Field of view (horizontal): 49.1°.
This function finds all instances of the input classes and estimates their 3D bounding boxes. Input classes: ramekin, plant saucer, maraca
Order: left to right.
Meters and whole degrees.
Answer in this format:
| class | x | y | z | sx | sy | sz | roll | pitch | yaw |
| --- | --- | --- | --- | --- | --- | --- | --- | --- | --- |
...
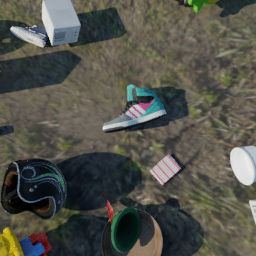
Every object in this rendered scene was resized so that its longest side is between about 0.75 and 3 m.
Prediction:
| class | x | y | z | sx | sy | sz | roll | pitch | yaw |
| --- | --- | --- | --- | --- | --- | --- | --- | --- | --- |
| plant saucer | 0.136 | 3.547 | 8.760 | 1.965 | 0.359 | 1.965 | -7 | 64 | 14 |
| maraca | 2.987 | -5.410 | 10.102 | 1.510 | 1.935 | 2.823 | 23 | 54 | 41 |
| ramekin | 3.932 | 1.172 | 9.076 | 0.603 | 1.236 | 1.236 | -13 | 78 | -10 |

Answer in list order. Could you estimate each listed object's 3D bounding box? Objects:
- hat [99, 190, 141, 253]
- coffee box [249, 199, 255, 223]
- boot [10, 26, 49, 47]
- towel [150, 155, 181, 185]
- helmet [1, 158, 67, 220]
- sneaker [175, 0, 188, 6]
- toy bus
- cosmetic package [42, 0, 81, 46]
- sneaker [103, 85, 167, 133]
| class | x | y | z | sx | sy | sz | roll | pitch | yaw |
| --- | --- | --- | --- | --- | --- | --- | --- | --- | --- |
| hat | -0.440 | 3.022 | 8.943 | 1.333 | 1.254 | 1.514 | -3 | 51 | 43 |
| coffee box | 5.132 | 2.990 | 8.242 | 1.962 | 1.943 | 1.965 | -11 | 78 | 1 |
| boot | -3.628 | -3.574 | 10.488 | 1.379 | 0.501 | 0.623 | 25 | 72 | -3 |
| towel | 1.280 | 1.418 | 9.570 | 0.889 | 0.133 | 0.651 | -40 | 81 | -5 |
| helmet | -2.788 | 1.861 | 8.630 | 1.753 | 1.839 | 1.839 | 16 | 74 | -40 |
| sneaker | 1.807 | -5.410 | 10.745 | 0.762 | 0.643 | 1.742 | -35 | 85 | -13 |
| toy bus | -3.378 | 4.313 | 8.049 | 2.635 | 1.863 | 2.745 | -22 | 117 | -30 |
| cosmetic package | -2.428 | -3.828 | 10.108 | 1.003 | 1.002 | 1.216 | -17 | 78 | -23 |
| sneaker | 0.075 | -0.734 | 9.541 | 2.266 | 0.947 | 1.368 | -18 | 84 | -14 |
